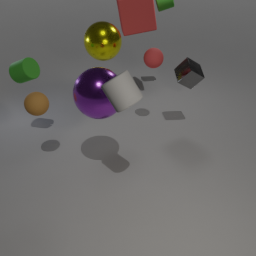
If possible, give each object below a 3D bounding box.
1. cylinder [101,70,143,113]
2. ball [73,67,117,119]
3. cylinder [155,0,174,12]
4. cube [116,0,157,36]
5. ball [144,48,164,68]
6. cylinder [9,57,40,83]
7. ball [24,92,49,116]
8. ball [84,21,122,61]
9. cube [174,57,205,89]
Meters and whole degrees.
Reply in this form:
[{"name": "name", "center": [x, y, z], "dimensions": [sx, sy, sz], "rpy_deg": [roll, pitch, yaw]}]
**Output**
[{"name": "cylinder", "center": [-0.135, -0.816, 6.247], "dimensions": [0.700, 0.700, 0.700], "rpy_deg": [-31, 11, 7]}, {"name": "ball", "center": [-0.787, -0.937, 7.593], "dimensions": [1.400, 1.400, 1.400], "rpy_deg": [0, 30, 0]}, {"name": "cylinder", "center": [1.573, -5.480, 12.083], "dimensions": [0.700, 0.700, 0.700], "rpy_deg": [-15, 29, 9]}, {"name": "cube", "center": [0.342, -4.807, 11.760], "dimensions": [1.400, 1.400, 1.400], "rpy_deg": [-11, 28, 1]}, {"name": "ball", "center": [0.894, -2.447, 9.808], "dimensions": [0.700, 0.700, 0.700], "rpy_deg": [0, 30, 0]}, {"name": "cylinder", "center": [-3.352, -1.862, 9.082], "dimensions": [0.700, 0.700, 0.700], "rpy_deg": [-9, 23, 31]}, {"name": "ball", "center": [-2.654, -0.702, 8.139], "dimensions": [0.700, 0.700, 0.700], "rpy_deg": [0, 30, 0]}, {"name": "ball", "center": [-0.926, -3.195, 10.338], "dimensions": [1.400, 1.400, 1.400], "rpy_deg": [0, 30, 0]}, {"name": "cube", "center": [2.196, -1.958, 10.068], "dimensions": [0.700, 0.700, 0.700], "rpy_deg": [19, 48, -32]}]
